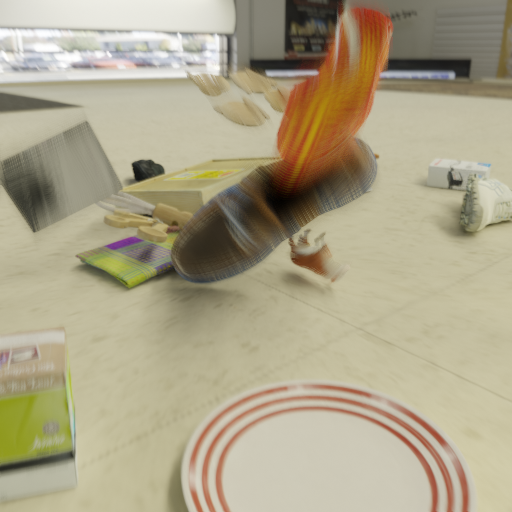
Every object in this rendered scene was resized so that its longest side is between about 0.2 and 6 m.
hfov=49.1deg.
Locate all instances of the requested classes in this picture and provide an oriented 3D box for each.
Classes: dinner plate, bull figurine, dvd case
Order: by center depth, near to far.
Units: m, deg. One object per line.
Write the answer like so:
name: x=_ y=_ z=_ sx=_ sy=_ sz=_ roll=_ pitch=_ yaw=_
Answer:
dinner plate: x=0.542 y=1.717 z=4.430 sx=2.245 sy=0.272 sz=2.245 roll=-1 pitch=22 yaw=0
dvd case: x=-2.605 y=-1.031 z=7.434 sx=1.348 sy=1.013 sz=0.167 roll=-29 pitch=32 yaw=-10
bull figurine: x=0.845 y=-0.009 z=7.924 sx=0.352 sy=0.656 sz=1.081 roll=-22 pitch=23 yaw=-33

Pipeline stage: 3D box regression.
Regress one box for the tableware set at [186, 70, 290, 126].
tableware set: x=-0.159 y=-3.083 z=10.685 sx=2.142 sy=0.248 sz=1.789 roll=-25 pitch=54 yaw=-40

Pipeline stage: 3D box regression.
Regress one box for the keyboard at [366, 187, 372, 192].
keyboard: x=0.862 y=-1.897 z=13.595 sx=3.955 sy=0.211 sz=1.113 roll=20 pitch=34 yaw=41

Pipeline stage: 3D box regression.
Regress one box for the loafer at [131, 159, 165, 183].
loafer: x=-2.436 y=-1.920 z=12.932 sx=0.676 sy=0.654 sz=1.926 roll=-15 pitch=22 yaw=-15

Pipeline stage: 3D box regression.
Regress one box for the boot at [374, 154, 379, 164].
boot: x=2.788 y=-2.495 z=14.823 sx=1.612 sy=0.586 sz=1.712 roll=8 pitch=15 yaw=39

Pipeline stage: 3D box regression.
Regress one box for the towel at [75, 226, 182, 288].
towel: x=-1.580 y=-0.048 z=8.834 sx=1.465 sy=0.232 sz=2.040 roll=18 pitch=28 yaw=38

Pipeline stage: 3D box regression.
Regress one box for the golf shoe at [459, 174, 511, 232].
golf shoe: x=4.439 y=-0.998 z=10.436 sx=1.138 sy=0.917 sz=2.342 roll=14 pitch=27 yaw=19

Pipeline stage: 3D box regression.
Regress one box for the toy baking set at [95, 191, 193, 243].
toy baking set: x=-1.440 y=-0.656 z=9.247 sx=2.384 sy=0.361 sz=3.106 roll=11 pitch=13 yaw=-28

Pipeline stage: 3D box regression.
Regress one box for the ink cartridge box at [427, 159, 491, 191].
ink cartridge box: x=4.704 y=-1.873 z=12.997 sx=1.252 sy=0.524 sz=0.908 roll=11 pitch=25 yaw=26

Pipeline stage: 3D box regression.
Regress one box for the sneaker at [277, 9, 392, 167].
sneaker: x=0.837 y=-1.553 z=5.559 sx=0.766 sy=0.810 sz=2.100 roll=26 pitch=60 yaw=13

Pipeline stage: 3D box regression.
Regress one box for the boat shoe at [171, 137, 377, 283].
boat shoe: x=0.058 y=-0.638 z=7.247 sx=3.105 sy=1.122 sz=1.124 roll=-33 pitch=-7 yaw=13

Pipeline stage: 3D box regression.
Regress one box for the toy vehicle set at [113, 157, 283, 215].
toy vehicle set: x=-1.003 y=-1.541 z=11.831 sx=2.171 sy=0.463 sz=3.493 roll=4 pitch=21 yaw=31

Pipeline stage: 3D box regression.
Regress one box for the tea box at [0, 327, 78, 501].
tea box: x=-2.029 y=1.255 z=4.413 sx=1.119 sy=1.101 sz=0.748 roll=-4 pitch=22 yaw=-17
